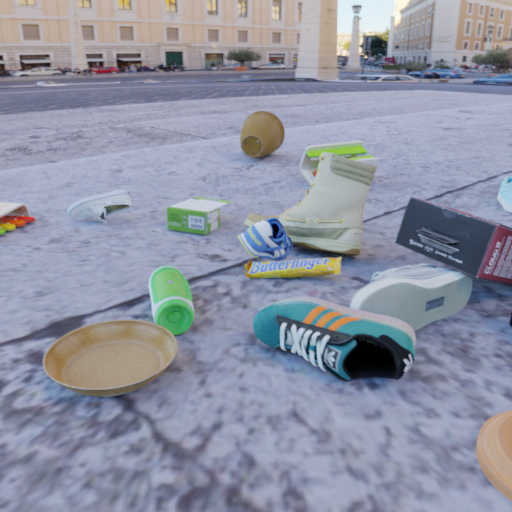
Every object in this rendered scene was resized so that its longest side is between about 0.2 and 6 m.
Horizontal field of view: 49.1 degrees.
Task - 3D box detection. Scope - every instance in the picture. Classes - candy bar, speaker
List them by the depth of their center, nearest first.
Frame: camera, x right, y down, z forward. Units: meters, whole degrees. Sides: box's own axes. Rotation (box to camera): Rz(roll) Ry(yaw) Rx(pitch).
[{"bbox_3d":[-1.373,0.679,8.985,0.653,0.653,1.477,-5,23,-13],"label":"speaker"},{"bbox_3d":[0.663,0.226,10.359,1.822,0.202,0.454,-2,41,9],"label":"candy bar"}]

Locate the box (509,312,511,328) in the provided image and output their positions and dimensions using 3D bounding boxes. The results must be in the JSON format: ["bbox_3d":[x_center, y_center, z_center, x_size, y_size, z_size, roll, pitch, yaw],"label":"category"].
[{"bbox_3d":[4.366,1.007,8.387,0.773,0.480,0.779,0,23,-3],"label":"box"}]

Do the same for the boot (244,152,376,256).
[{"bbox_3d":[1.088,-1.166,11.517,2.532,1.968,0.922,13,4,27],"label":"boot"}]

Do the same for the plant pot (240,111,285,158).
[{"bbox_3d":[0.058,-4.065,19.470,1.576,1.576,1.691,6,28,13],"label":"plant pot"}]

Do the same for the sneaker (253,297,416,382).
[{"bbox_3d":[0.974,1.149,7.588,2.290,0.817,0.915,6,22,17],"label":"sneaker"}]

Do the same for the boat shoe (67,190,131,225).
[{"bbox_3d":[-3.669,-1.046,13.244,1.506,0.556,0.642,-16,64,-10],"label":"boat shoe"}]

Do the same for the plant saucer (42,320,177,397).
[{"bbox_3d":[-1.946,1.413,7.600,1.761,0.312,1.761,0,22,0],"label":"plant saucer"}]

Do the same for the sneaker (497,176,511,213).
[{"bbox_3d":[6.653,-1.581,14.297,0.688,0.762,1.861,-1,22,1],"label":"sneaker"}]

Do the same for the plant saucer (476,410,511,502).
[{"bbox_3d":[3.230,2.144,5.891,1.695,0.274,1.695,1,22,0],"label":"plant saucer"}]

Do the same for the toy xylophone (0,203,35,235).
[{"bbox_3d":[-6.102,-0.815,12.797,1.408,0.483,1.923,7,23,17],"label":"toy xylophone"}]

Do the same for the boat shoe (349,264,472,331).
[{"bbox_3d":[2.287,0.630,8.833,2.596,0.906,0.925,-7,20,-35],"label":"boat shoe"}]

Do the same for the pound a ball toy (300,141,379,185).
[{"bbox_3d":[2.419,-2.401,16.322,2.472,1.050,1.612,-12,51,-28],"label":"pound a ball toy"}]

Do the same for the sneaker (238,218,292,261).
[{"bbox_3d":[0.344,-0.321,10.424,0.606,0.674,1.639,53,21,17],"label":"sneaker"}]

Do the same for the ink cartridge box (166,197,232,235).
[{"bbox_3d":[-1.281,-0.973,13.147,1.046,0.536,1.415,9,19,23],"label":"ink cartridge box"}]

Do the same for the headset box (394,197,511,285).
[{"bbox_3d":[3.808,-0.224,9.800,2.433,0.939,1.810,8,14,-37],"label":"headset box"}]
